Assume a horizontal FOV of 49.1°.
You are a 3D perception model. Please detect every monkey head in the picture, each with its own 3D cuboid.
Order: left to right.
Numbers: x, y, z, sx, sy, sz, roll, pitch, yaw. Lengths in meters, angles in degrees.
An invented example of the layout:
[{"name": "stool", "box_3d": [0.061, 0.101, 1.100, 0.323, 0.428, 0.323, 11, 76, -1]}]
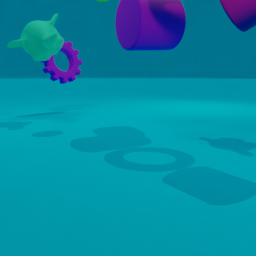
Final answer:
[{"name": "monkey head", "box_3d": [-2.710, -2.858, 8.745, 1.951, 1.175, 1.403, -41, 7, -19]}]

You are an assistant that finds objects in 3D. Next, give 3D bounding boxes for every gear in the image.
[{"name": "gear", "box_3d": [-2.598, -2.622, 10.954, 0.318, 1.721, 1.721, -6, 4, 44]}]

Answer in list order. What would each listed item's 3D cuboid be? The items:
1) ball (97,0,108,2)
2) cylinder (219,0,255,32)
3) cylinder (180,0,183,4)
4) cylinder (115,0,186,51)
[{"name": "ball", "box_3d": [-0.749, -3.982, 7.942, 0.738, 0.738, 0.738, 0, 11, 0]}, {"name": "cylinder", "box_3d": [2.088, -2.225, 4.518, 0.945, 0.945, 0.945, -27, -9, 40]}, {"name": "cylinder", "box_3d": [0.886, -3.525, 8.057, 1.122, 1.122, 1.122, -2, 33, -10]}, {"name": "cylinder", "box_3d": [0.529, -2.572, 6.881, 1.283, 1.283, 1.283, -9, 14, -28]}]
